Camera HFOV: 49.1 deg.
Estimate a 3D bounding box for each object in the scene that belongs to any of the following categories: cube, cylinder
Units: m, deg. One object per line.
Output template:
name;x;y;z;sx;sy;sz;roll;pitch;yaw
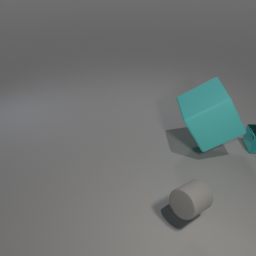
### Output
cube;2.501;-0.413;8.567;1.400;1.400;1.400;-27;32;17
cylinder;1.396;1.570;6.193;0.700;0.700;0.700;-15;32;-40
cube;4.348;0.356;9.327;0.700;0.700;0.700;1;36;0
